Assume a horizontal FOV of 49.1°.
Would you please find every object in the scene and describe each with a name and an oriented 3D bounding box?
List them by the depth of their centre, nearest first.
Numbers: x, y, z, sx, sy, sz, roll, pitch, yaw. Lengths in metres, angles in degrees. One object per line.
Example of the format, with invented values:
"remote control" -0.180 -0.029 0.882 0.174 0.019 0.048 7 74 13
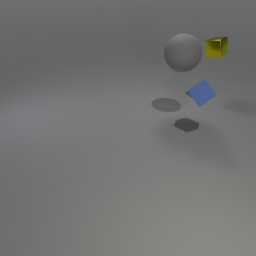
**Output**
"cube" 2.586 -1.241 9.832 0.700 0.700 0.700 -38 -2 14
"ball" 2.073 -2.816 10.552 1.400 1.400 1.400 0 30 0
"cube" 3.722 -3.382 11.731 0.700 0.700 0.700 10 31 42
